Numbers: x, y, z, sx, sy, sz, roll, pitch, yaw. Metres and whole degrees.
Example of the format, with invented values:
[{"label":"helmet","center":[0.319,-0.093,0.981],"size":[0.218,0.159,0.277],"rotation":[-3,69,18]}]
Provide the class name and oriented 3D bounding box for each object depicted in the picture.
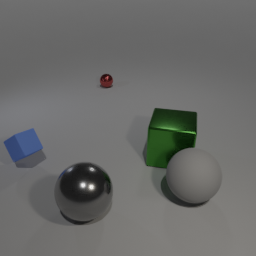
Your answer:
[{"label":"ball","center":[1.683,1.210,7.191],"size":[1.400,1.400,1.400],"rotation":[0,29,0]},{"label":"ball","center":[-1.115,-2.455,14.501],"size":[0.700,0.700,0.700],"rotation":[0,29,0]},{"label":"cube","center":[-3.158,0.518,8.465],"size":[0.700,0.700,0.700],"rotation":[-25,2,35]},{"label":"cube","center":[1.392,0.330,8.843],"size":[1.400,1.400,1.400],"rotation":[7,30,11]},{"label":"ball","center":[-1.058,1.517,6.760],"size":[1.400,1.400,1.400],"rotation":[0,29,0]}]
